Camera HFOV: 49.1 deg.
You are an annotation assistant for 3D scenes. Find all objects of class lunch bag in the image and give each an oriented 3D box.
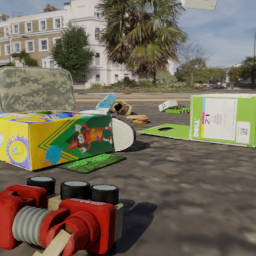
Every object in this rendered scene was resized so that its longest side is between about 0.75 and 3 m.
[{"bbox_3d":[-2.899,-0.863,8.806,2.290,1.596,1.921,-5,-8,-27],"label":"lunch bag"}]

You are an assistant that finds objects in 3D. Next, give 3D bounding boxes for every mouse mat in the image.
[{"bbox_3d":[-0.661,0.550,4.682,0.873,0.041,1.084,5,10,35],"label":"mouse mat"}]

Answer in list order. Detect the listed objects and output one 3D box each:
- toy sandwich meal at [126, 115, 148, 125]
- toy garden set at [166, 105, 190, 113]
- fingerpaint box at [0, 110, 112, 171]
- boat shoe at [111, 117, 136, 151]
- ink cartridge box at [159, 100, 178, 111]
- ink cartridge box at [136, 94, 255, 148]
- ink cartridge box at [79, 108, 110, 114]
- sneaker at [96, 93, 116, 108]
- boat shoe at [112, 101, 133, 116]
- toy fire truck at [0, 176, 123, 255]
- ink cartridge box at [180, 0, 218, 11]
[{"bbox_3d":[0.323,-0.282,9.479,0.809,0.277,0.809,-2,6,0],"label":"toy sandwich meal"},{"bbox_3d":[2.715,-0.917,13.372,1.313,0.314,1.575,5,10,30],"label":"toy garden set"},{"bbox_3d":[-1.608,0.088,5.235,2.047,0.751,1.707,6,11,41],"label":"fingerpaint box"},{"bbox_3d":[-0.510,0.077,5.809,1.889,0.698,0.570,-2,9,41],"label":"boat shoe"},{"bbox_3d":[1.932,-1.073,13.551,0.553,0.317,0.761,-8,-12,-33],"label":"ink cartridge box"},{"bbox_3d":[1.914,-0.346,7.127,2.820,1.068,2.084,6,11,31],"label":"ink cartridge box"},{"bbox_3d":[-1.524,-0.336,9.006,1.830,0.459,2.109,-1,8,-1],"label":"ink cartridge box"},{"bbox_3d":[-1.150,-0.932,13.082,1.420,0.565,0.927,-49,2,-42],"label":"sneaker"},{"bbox_3d":[-0.396,-0.913,12.170,0.585,0.587,1.627,17,6,-27],"label":"boat shoe"},{"bbox_3d":[-0.608,0.750,1.876,0.902,0.659,1.025,4,-1,20],"label":"toy fire truck"},{"bbox_3d":[1.773,-3.574,7.321,0.815,0.472,1.403,4,41,-5],"label":"ink cartridge box"}]
